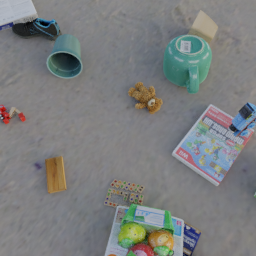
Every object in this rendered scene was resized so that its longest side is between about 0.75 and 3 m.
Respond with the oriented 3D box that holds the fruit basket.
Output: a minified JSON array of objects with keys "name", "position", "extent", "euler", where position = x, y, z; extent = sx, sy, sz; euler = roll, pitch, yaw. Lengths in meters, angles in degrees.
[{"name":"fruit basket","position":[0.543,3.668,8.739],"extent":[2.383,1.206,2.573],"euler":[10,35,7]}]

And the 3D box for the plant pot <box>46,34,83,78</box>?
[{"name":"plant pot","position":[-2.800,-3.345,12.759],"extent":[1.557,1.557,1.525],"euler":[-1,53,-1]}]

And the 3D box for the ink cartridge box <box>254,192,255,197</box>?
[{"name":"ink cartridge box","position":[6.124,2.335,9.883],"extent":[2.480,1.041,1.796],"euler":[34,67,17]}]

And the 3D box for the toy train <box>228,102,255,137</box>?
[{"name":"toy train","position":[4.411,-0.280,10.609],"extent":[0.833,1.459,0.632],"euler":[14,38,-31]}]

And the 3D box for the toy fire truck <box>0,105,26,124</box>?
[{"name":"toy fire truck","position":[-5.002,-0.616,11.889],"extent":[0.861,0.298,1.222],"euler":[-34,66,-17]}]

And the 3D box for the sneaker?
[{"name":"sneaker","position":[-4.566,-5.034,13.842],"extent":[2.490,1.020,0.911],"euler":[3,62,3]}]

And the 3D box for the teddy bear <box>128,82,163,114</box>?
[{"name":"teddy bear","position":[0.731,-1.357,12.152],"extent":[1.191,0.548,1.643],"euler":[-22,64,-9]}]

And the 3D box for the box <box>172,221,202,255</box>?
[{"name":"box","position":[1.988,3.871,9.565],"extent":[0.684,0.183,1.130],"euler":[26,66,13]}]

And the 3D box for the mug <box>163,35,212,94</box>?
[{"name":"mug","position":[2.757,-2.962,12.323],"extent":[2.066,1.555,2.514],"euler":[-34,62,-17]}]

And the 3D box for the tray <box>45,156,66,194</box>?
[{"name":"tray","position":[-2.759,1.761,10.656],"extent":[0.652,0.245,1.322],"euler":[-11,62,-6]}]

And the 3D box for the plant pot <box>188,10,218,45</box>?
[{"name":"plant pot","position":[3.555,-4.595,13.536],"extent":[1.145,1.294,1.292],"euler":[27,65,2]}]

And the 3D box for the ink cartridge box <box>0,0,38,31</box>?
[{"name":"ink cartridge box","position":[-6.168,-6.293,14.780],"extent":[2.274,0.463,2.279],"euler":[-23,67,-12]}]

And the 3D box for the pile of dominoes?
[{"name":"pile of dominoes","position":[-0.109,2.444,10.302],"extent":[1.364,0.217,1.063],"euler":[12,63,6]}]

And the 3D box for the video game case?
[{"name":"video game case","position":[3.447,0.579,11.275],"extent":[2.094,0.256,2.929],"euler":[35,68,17]}]
